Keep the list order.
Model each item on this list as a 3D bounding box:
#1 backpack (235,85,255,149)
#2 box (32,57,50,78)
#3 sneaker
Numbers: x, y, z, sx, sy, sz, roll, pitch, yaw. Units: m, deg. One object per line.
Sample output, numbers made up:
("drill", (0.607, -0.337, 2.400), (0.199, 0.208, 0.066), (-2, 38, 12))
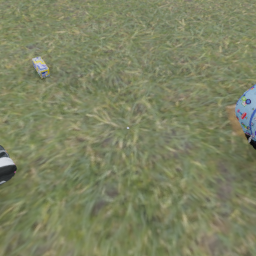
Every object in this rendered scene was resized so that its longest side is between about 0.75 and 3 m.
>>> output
("backpack", (3.381, -0.243, 6.096), (1.767, 1.935, 1.302), (-33, 43, 15))
("box", (-3.011, -2.100, 9.696), (0.328, 0.301, 0.937), (-23, 49, -21))
("sneaker", (-3.514, 1.017, 6.042), (2.053, 0.825, 0.886), (-22, 57, -20))
